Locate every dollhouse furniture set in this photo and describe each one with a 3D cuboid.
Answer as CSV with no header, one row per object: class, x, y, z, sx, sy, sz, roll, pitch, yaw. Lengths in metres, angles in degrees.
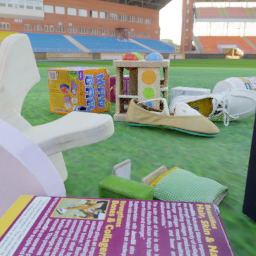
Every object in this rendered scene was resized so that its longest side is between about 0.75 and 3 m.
dollhouse furniture set,0.527,0.792,3.917,1.182,0.913,2.365,11,19,34

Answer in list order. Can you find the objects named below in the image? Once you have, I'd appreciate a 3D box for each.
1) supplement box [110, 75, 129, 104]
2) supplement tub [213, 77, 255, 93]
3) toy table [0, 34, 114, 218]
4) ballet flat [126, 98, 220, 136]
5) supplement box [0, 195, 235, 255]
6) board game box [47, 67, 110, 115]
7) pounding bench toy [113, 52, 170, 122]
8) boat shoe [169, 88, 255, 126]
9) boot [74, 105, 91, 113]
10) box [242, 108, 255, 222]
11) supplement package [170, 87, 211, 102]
supplement box,0.120,-1.849,13.203,2.323,1.199,1.520,9,18,31
supplement tub,4.385,-1.310,10.930,1.838,1.329,1.329,-7,16,-27
toy table,-1.695,0.157,3.884,2.745,2.524,1.608,18,36,19
ballet flat,1.212,-0.386,8.206,2.913,0.918,1.000,9,10,28
supplement box,-0.165,1.239,2.145,1.854,0.957,1.213,1,15,5
board game box,-1.853,-1.451,10.778,1.676,1.675,1.675,11,18,35
pounding bench toy,0.617,-1.643,10.387,1.792,2.251,2.886,3,15,9
boat shoe,2.850,-0.678,9.013,3.027,1.118,1.291,0,15,7
boot,-1.207,-0.297,8.140,0.662,0.822,1.820,-1,15,-4
box,2.961,0.361,3.741,2.460,1.826,1.317,-9,18,-27
supplement package,2.554,-1.208,11.522,1.417,0.828,0.831,10,18,32
